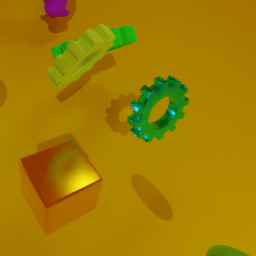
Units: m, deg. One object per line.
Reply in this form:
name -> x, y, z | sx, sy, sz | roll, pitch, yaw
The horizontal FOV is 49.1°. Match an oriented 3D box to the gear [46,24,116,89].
gear -> -0.796, -1.208, 4.814 | 1.323, 1.323, 0.245 | -42, 94, -15

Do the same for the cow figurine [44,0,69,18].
cow figurine -> -2.170, -3.760, 7.926 | 0.754, 1.374, 1.352 | 36, 39, 14

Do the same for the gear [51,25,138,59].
gear -> -0.793, -1.950, 6.639 | 1.994, 1.994, 0.369 | -18, 104, -7

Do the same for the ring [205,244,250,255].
ring -> 1.607, 2.038, 3.503 | 1.434, 1.434, 0.287 | 41, 68, 15

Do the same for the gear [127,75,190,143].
gear -> 0.648, -0.367, 5.792 | 1.431, 1.431, 0.265 | -36, 49, -13

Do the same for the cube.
cube -> -1.332, 1.133, 5.494 | 1.144, 1.144, 1.144 | -22, 56, -33
